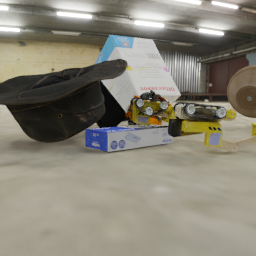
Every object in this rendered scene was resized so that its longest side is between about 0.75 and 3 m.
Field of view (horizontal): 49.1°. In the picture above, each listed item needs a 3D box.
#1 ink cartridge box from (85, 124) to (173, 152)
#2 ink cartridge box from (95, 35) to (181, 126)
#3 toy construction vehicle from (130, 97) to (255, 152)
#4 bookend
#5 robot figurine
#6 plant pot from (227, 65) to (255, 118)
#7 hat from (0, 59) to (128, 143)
[{"bbox_3d":[0.055,0.146,4.905,1.468,0.325,0.690,-5,7,-38],"label":"ink cartridge box"},{"bbox_3d":[0.221,-1.272,8.476,1.618,2.517,1.576,-5,-28,-34],"label":"ink cartridge box"},{"bbox_3d":[1.095,-0.081,4.768,1.903,0.670,1.657,5,6,-14],"label":"toy construction vehicle"},{"bbox_3d":[-0.799,-0.267,6.352,1.216,1.224,0.564,-44,13,-18],"label":"bookend"},{"bbox_3d":[0.456,-0.377,6.393,0.398,0.992,1.368,34,15,33],"label":"robot figurine"},{"bbox_3d":[3.430,-0.918,7.720,1.511,1.511,0.697,5,24,37],"label":"plant pot"},{"bbox_3d":[-1.318,-0.411,5.197,2.896,1.168,2.896,-11,22,5],"label":"hat"}]
